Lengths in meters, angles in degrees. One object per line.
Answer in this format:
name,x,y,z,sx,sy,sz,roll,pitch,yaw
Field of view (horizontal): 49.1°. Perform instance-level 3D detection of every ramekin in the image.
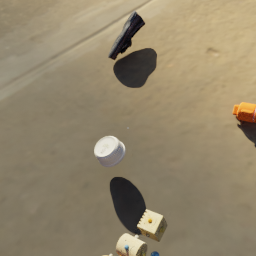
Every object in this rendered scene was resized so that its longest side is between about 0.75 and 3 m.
ramekin,-0.510,0.600,7.498,0.816,0.428,0.816,-16,48,18

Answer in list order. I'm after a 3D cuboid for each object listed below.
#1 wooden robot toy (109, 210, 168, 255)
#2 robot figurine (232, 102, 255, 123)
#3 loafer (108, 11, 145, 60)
wooden robot toy,-0.308,3.046,6.053,1.307,1.269,2.881,13,70,36
robot figurine,3.770,-0.476,8.647,0.974,0.700,0.568,17,64,34
loafer,0.008,-3.322,10.284,0.677,0.772,2.148,31,72,-18
